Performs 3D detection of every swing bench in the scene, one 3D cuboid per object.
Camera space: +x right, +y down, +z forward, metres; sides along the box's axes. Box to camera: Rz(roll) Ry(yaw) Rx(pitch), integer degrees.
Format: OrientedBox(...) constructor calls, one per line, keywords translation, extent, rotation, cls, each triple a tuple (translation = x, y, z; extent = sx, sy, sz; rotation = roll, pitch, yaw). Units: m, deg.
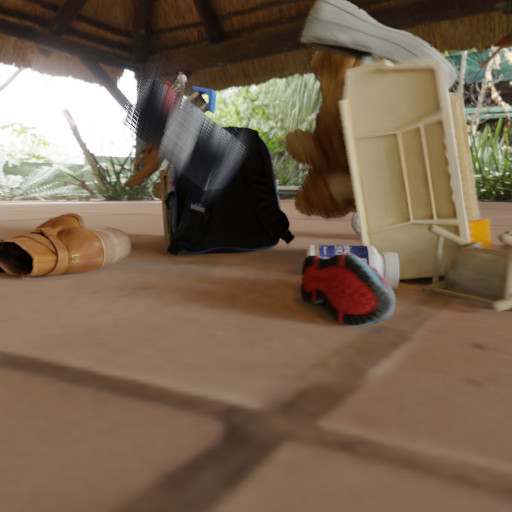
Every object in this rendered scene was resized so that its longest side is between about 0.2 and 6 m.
OrientedBox(translation=(2.695, 0.125, 6.062), extent=(1.236, 0.802, 1.229), rotation=(3, 5, -18), cls="swing bench")

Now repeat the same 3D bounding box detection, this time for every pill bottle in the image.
OrientedBox(translation=(1.103, 0.162, 6.512), extent=(1.029, 0.571, 0.571), rotation=(1, 7, 3), cls="pill bottle")

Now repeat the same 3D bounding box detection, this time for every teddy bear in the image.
OrientedBox(translation=(1.544, -2.097, 9.497), extent=(1.048, 3.138, 2.275), rotation=(25, 10, 42), cls="teddy bear")

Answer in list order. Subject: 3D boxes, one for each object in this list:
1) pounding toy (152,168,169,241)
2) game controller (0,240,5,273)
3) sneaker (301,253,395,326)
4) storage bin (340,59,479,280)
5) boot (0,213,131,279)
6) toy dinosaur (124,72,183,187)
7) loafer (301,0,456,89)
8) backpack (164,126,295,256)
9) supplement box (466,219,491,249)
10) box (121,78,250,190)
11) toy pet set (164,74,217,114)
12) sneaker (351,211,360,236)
OrientedBox(translation=(-1.660, -1.527, 12.799), extent=(2.626, 2.307, 1.201), rotation=(-1, 5, 39), cls="pounding toy")
OrientedBox(translation=(-4.676, 0.080, 8.238), extent=(2.187, 0.461, 1.141), rotation=(-3, 22, -16), cls="game controller")
OrientedBox(translation=(1.015, 0.264, 5.462), extent=(0.765, 0.635, 1.601), rotation=(2, 8, -16), cls="sneaker")
OrientedBox(translation=(2.390, -1.205, 8.178), extent=(1.341, 2.841, 2.861), rotation=(-7, 4, 25), cls="storage bin")
OrientedBox(translation=(-3.162, -0.083, 8.271), extent=(2.172, 0.833, 1.686), rotation=(13, 17, 33), cls="boot")
OrientedBox(translation=(-1.774, -2.220, 10.878), extent=(0.698, 2.310, 1.227), rotation=(26, -8, -13), cls="toy dinosaur")
OrientedBox(translation=(1.750, -2.899, 8.098), extent=(2.287, 0.798, 0.800), rotation=(29, 6, 6), cls="loafer")
OrientedBox(translation=(-0.661, -1.260, 10.746), extent=(2.449, 2.332, 1.886), rotation=(-4, 8, -21), cls="backpack")
OrientedBox(translation=(2.626, -0.233, 8.047), extent=(0.893, 0.521, 1.417), rotation=(-7, 3, -2), cls="supplement box")
OrientedBox(translation=(-0.934, -1.677, 7.946), extent=(1.465, 0.762, 1.334), rotation=(39, 9, -1), cls="box")
OrientedBox(translation=(-1.120, -3.100, 11.309), extent=(0.650, 1.224, 1.143), rotation=(-35, 1, 10), cls="toy pet set")
OrientedBox(translation=(3.420, -0.780, 12.493), extent=(2.334, 0.932, 1.519), rotation=(9, -3, -9), cls="sneaker")
